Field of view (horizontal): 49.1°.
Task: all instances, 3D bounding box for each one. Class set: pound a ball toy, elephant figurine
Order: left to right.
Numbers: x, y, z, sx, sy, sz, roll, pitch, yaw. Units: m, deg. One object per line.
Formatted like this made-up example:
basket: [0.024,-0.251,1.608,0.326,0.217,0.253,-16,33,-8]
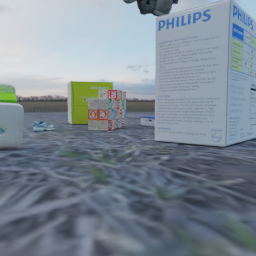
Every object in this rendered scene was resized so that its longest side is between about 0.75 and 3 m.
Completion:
pound a ball toy: [-2.981,0.044,4.266,2.575,1.094,1.679,-2,30,-30]
elephant figurine: [0.707,-3.652,7.978,1.281,1.651,1.168,40,-5,-11]

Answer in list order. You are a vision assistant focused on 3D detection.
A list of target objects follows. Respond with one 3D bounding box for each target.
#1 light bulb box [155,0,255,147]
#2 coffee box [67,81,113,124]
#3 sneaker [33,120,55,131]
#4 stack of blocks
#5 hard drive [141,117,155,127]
light bulb box: [1.983,-1.070,6.475,1.672,2.679,2.656,3,5,39]
coffee box: [-1.801,-1.169,13.112,1.918,1.921,1.899,-1,4,-17]
sneaker: [-2.680,-0.084,9.066,0.311,0.346,0.801,3,5,35]
stack of blocks: [-0.685,-0.686,10.133,0.709,1.395,2.422,1,5,13]
hard drive: [2.251,-0.286,11.649,2.940,0.373,1.940,-1,4,-20]
